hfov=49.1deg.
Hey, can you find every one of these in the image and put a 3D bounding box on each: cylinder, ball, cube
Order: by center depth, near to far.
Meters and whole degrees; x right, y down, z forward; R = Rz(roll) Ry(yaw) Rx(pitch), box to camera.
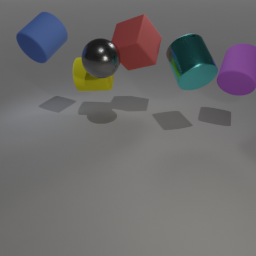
[{"bbox_3d":[2.199,-2.270,9.757,1.400,1.400,1.400,-8,62,-15],"label":"cylinder"},{"bbox_3d":[-0.967,-2.492,10.072,1.400,1.400,1.400,0,29,0],"label":"ball"},{"bbox_3d":[4.219,-2.184,10.551,1.400,1.400,1.400,14,63,24],"label":"cylinder"},{"bbox_3d":[-3.302,-3.485,10.833,1.400,1.400,1.400,17,59,29],"label":"cylinder"},{"bbox_3d":[0.315,-3.348,11.135,1.400,1.400,1.400,-4,63,36],"label":"cube"},{"bbox_3d":[-1.424,-2.263,11.760,1.400,1.400,1.400,-1,28,9],"label":"cylinder"}]
